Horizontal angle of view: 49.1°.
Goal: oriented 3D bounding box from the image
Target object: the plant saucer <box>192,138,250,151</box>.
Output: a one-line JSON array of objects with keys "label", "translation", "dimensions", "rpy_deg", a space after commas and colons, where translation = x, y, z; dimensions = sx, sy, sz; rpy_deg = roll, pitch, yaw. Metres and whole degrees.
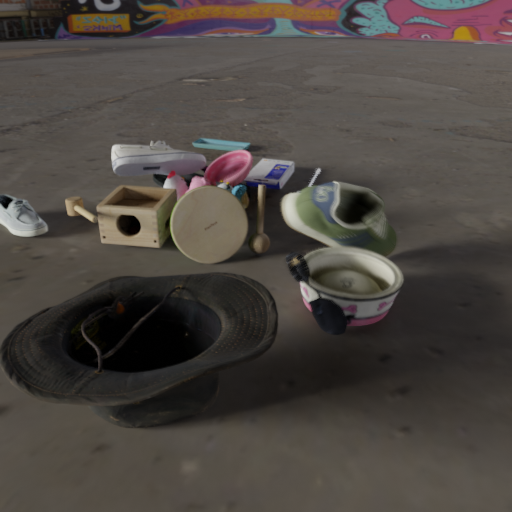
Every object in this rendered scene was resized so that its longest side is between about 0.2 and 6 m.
[{"label": "plant saucer", "translation": [-1.080, -3.420, 17.315], "dimensions": [1.724, 0.164, 0.603], "rpy_deg": [10, 29, 17]}]

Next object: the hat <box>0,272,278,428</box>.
[{"label": "hat", "translation": [-1.315, 1.326, 6.915], "dimensions": [3.270, 1.319, 3.270], "rpy_deg": [-5, 21, 2]}]

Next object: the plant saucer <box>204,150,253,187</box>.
[{"label": "plant saucer", "translation": [-0.627, -2.026, 13.380], "dimensions": [1.257, 0.319, 1.257], "rpy_deg": [-18, 39, 15]}]

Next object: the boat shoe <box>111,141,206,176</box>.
[{"label": "boat shoe", "translation": [-2.251, -2.325, 12.967], "dimensions": [2.185, 0.775, 0.763], "rpy_deg": [-7, 70, -21]}]

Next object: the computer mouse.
[{"label": "computer mouse", "translation": [0.847, 0.605, 8.139], "dimensions": [0.473, 1.612, 0.274], "rpy_deg": [-3, 40, 49]}]

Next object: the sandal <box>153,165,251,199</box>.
[{"label": "sandal", "translation": [-1.345, -1.932, 13.868], "dimensions": [2.719, 0.651, 1.022], "rpy_deg": [14, 31, 24]}]

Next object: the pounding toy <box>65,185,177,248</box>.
[{"label": "pounding toy", "translation": [-2.775, -0.687, 11.171], "dimensions": [2.000, 0.915, 1.757], "rpy_deg": [5, 28, 9]}]

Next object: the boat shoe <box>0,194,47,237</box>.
[{"label": "boat shoe", "translation": [-5.068, -0.900, 11.900], "dimensions": [1.761, 0.627, 0.614], "rpy_deg": [22, 35, 37]}]

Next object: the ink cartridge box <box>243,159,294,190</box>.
[{"label": "ink cartridge box", "translation": [0.333, -2.079, 14.509], "dimensions": [0.908, 0.356, 1.918], "rpy_deg": [9, 26, 15]}]

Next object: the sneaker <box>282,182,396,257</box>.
[{"label": "sneaker", "translation": [1.809, -0.600, 9.674], "dimensions": [2.682, 0.899, 1.204], "rpy_deg": [17, -24, -36]}]

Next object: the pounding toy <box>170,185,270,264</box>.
[{"label": "pounding toy", "translation": [-0.741, -0.640, 10.842], "dimensions": [1.878, 1.450, 0.871], "rpy_deg": [-6, 7, -12]}]

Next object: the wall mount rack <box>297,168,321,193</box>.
[{"label": "wall mount rack", "translation": [1.425, -1.229, 11.970], "dimensions": [1.171, 0.437, 1.018], "rpy_deg": [28, 57, -28]}]

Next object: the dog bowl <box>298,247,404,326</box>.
[{"label": "dog bowl", "translation": [1.498, 0.502, 9.140], "dimensions": [1.700, 0.627, 1.700], "rpy_deg": [3, 28, -1]}]

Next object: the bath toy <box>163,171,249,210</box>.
[{"label": "bath toy", "translation": [-1.236, -1.433, 12.756], "dimensions": [2.190, 0.809, 0.952], "rpy_deg": [16, 32, 30]}]
